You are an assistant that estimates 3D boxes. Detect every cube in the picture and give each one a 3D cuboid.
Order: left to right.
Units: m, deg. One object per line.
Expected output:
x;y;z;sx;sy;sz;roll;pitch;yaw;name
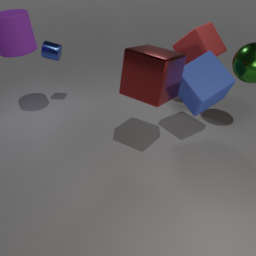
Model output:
0.746;-1.636;8.507;1.400;1.400;1.400;23;30;26;cube
3.076;-3.449;12.048;1.400;1.400;1.400;-32;3;-39;cube
2.600;-1.522;9.832;1.400;1.400;1.400;-32;73;-8;cube

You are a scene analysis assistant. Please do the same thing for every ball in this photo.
4.373;-2.261;9.761;1.400;1.400;1.400;0;32;0;ball

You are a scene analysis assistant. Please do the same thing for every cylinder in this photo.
-4.234;-3.507;10.334;1.400;1.400;1.400;-4;34;3;cylinder
-3.223;-3.256;11.844;0.700;0.700;0.700;15;32;-5;cylinder
